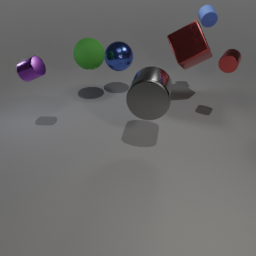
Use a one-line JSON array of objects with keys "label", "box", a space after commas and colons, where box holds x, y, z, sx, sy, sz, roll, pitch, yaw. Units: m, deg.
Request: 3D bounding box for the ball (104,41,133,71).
[{"label": "ball", "box": [-0.443, -3.449, 13.500, 1.400, 1.400, 1.400, 0, 32, 0]}]

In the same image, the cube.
[{"label": "cube", "box": [2.750, -3.592, 12.349, 1.400, 1.400, 1.400, -23, -7, 21]}]

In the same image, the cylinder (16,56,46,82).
[{"label": "cylinder", "box": [-3.311, -2.022, 9.606, 0.700, 0.700, 0.700, -16, 24, 26]}]

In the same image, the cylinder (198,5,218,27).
[{"label": "cylinder", "box": [3.446, -4.829, 12.088, 0.700, 0.700, 0.700, -1, 48, -1]}]

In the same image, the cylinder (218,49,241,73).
[{"label": "cylinder", "box": [3.829, -2.523, 10.517, 0.700, 0.700, 0.700, 16, 41, 24]}]

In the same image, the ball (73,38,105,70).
[{"label": "ball", "box": [-1.735, -3.311, 12.534, 1.400, 1.400, 1.400, 0, 32, 0]}]

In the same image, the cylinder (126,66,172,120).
[{"label": "cylinder", "box": [0.738, -1.177, 9.341, 1.400, 1.400, 1.400, 5, 30, 8]}]
